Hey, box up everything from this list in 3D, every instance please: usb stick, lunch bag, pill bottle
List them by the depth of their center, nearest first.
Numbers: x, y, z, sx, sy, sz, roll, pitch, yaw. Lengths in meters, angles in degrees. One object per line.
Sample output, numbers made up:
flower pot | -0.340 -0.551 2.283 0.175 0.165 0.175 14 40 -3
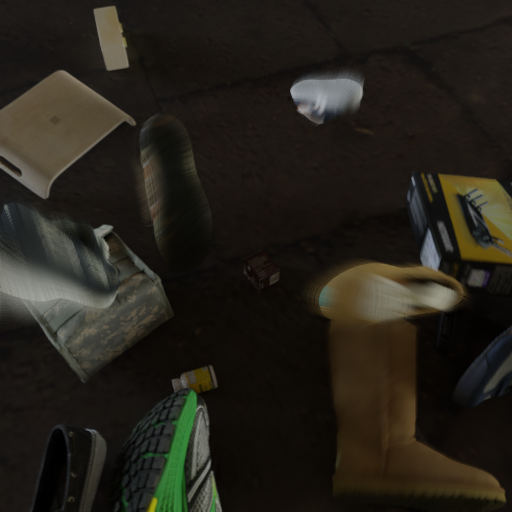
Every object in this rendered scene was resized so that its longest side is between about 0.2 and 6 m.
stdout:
pill bottle | -0.872 1.784 7.907 0.592 0.329 0.329 -15 56 -10
lunch bag | -2.508 0.490 8.306 1.672 1.199 2.039 -37 56 -20
usb stick | 2.891 1.075 8.514 0.245 0.144 0.882 19 57 5

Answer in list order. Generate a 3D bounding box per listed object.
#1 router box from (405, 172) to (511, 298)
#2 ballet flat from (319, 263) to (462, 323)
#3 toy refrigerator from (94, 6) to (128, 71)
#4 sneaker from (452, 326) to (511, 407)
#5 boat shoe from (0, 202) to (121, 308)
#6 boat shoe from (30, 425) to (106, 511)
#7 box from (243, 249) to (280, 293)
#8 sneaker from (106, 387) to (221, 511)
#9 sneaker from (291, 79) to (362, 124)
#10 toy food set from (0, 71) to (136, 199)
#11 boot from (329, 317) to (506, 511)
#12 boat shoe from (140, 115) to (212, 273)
router box | 3.508 -0.378 8.691 1.958 0.650 2.490 5 36 0
ballet flat | 1.620 0.421 6.410 1.975 0.678 0.622 -7 17 -35
toy refrigerator | -3.177 -4.813 12.352 0.531 0.576 1.518 -12 55 -9
sneaker | 3.874 1.477 7.757 2.534 0.889 1.040 -31 55 -18
boat shoe | -2.077 0.017 6.298 1.002 2.651 0.800 35 91 6
boat shoe | -2.393 3.097 6.534 0.811 0.768 2.319 -17 47 32
box | 0.083 0.239 8.936 0.394 0.398 0.480 -29 60 -19
sneaker | -0.930 3.160 6.568 1.456 1.334 3.418 31 38 -29
sneaker | 1.384 -2.873 10.451 0.669 0.677 1.705 -40 36 -16
toy food set | -3.760 -2.332 10.647 1.743 0.734 2.430 36 63 9
boot | 2.048 1.973 7.484 2.185 0.825 2.495 5 55 4
boat shoe | -1.296 -0.984 8.875 0.924 2.442 0.902 -10 14 -17
